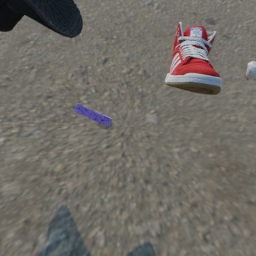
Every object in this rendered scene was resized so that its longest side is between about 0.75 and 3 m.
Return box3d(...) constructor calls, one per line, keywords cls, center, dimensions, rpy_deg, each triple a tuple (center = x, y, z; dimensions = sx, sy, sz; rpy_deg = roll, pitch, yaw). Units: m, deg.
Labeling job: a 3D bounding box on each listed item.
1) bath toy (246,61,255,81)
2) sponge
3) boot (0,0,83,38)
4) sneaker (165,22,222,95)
box3d(cls="bath toy", center=(2.688, -1.124, 5.463), dimensions=(1.017, 0.376, 0.442), rpy_deg=(-17, 58, -27))
box3d(cls="sponge", center=(-0.727, -0.278, 5.913), dimensions=(0.738, 1.323, 0.197), rpy_deg=(23, 90, -7))
box3d(cls="boot", center=(-2.456, -2.592, 6.407), dimensions=(2.507, 2.066, 0.823), rpy_deg=(-3, 58, 49))
box3d(cls="sneaker", center=(1.151, -1.241, 4.786), dimensions=(0.777, 1.227, 2.182), rpy_deg=(14, 10, -5))
